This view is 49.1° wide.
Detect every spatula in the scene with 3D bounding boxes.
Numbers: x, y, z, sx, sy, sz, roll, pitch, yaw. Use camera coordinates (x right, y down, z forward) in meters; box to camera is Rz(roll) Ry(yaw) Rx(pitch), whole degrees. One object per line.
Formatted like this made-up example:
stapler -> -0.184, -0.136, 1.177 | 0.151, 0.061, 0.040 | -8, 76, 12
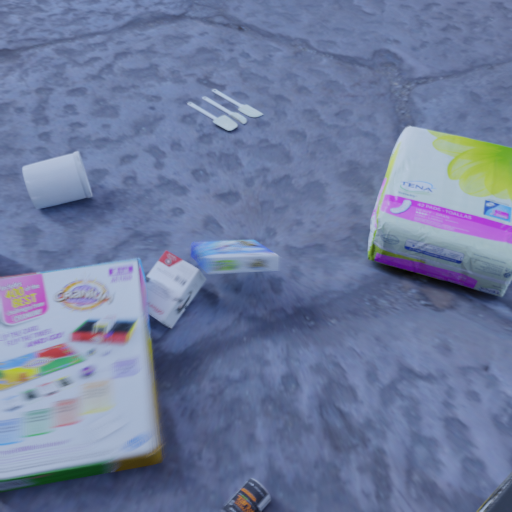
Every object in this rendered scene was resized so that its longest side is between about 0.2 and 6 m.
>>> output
spatula -> -0.829, -3.595, 13.689 | 1.174, 0.136, 1.688 | -37, 58, -28

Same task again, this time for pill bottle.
pill bottle -> -0.193, 3.283, 7.228 | 0.394, 0.394, 0.742 | 34, 57, 27

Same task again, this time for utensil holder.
utensil holder -> -3.977, -1.503, 11.241 | 1.116, 0.948, 0.948 | -16, 50, -11

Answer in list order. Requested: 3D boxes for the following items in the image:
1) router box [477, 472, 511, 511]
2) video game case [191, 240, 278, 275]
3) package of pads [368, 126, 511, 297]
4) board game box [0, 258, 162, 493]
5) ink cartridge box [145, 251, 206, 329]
router box -> 1.919, 3.445, 5.143 | 4.125, 3.243, 1.077 | -33, 56, -26
video game case -> -0.386, -0.004, 9.304 | 1.159, 0.291, 1.279 | -2, 13, -19
package of pads -> 3.617, -0.994, 10.638 | 2.564, 1.132, 3.319 | 16, 49, 13
board game box -> -2.700, 1.615, 8.208 | 2.354, 0.620, 3.076 | -8, 58, -7
ink cartridge box -> -1.480, 0.570, 9.451 | 0.778, 0.440, 1.061 | 29, 76, 24
